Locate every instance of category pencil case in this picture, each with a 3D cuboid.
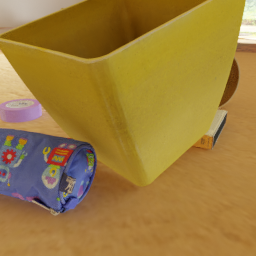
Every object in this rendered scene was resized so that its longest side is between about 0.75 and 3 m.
[{"bbox_3d":[-1.778,0.591,4.363,2.579,1.007,1.120,8,66,17],"label":"pencil case"}]

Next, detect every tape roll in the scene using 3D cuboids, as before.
[{"bbox_3d":[-3.057,-0.516,7.997,1.122,0.368,1.122,1,22,0],"label":"tape roll"}]

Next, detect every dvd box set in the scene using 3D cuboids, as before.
[{"bbox_3d":[1.060,-0.204,7.186,2.587,0.380,1.893,10,24,24],"label":"dvd box set"}]

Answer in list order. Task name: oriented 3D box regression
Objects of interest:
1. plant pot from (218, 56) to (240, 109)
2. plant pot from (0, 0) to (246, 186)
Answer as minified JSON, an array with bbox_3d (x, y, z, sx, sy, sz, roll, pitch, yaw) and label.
[{"bbox_3d":[2.220,-1.678,9.131,1.868,1.868,2.004,-6,17,-14],"label":"plant pot"},{"bbox_3d":[0.028,-0.786,5.000,2.941,2.594,2.941,-36,39,-28],"label":"plant pot"}]
